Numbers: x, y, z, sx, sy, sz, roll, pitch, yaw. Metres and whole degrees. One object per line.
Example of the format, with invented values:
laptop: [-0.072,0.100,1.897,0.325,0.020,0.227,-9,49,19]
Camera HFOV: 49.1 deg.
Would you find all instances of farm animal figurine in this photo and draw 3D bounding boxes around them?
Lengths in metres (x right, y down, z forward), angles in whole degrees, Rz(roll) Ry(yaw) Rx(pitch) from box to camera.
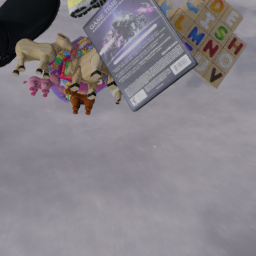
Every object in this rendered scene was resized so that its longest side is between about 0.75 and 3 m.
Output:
farm animal figurine: [-1.007,-1.226,5.695,2.075,2.098,1.094,-9,63,25]

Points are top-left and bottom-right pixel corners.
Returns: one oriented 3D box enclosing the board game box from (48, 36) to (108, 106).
board game box: [-1.177,-1.530,7.196,1.893,0.369,1.496,-39,97,-17]

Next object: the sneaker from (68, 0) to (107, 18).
sneaker: [-1.119,-3.902,8.247,1.548,0.605,0.699,-22,82,6]

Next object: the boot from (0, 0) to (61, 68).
boot: [-2.746,-2.111,6.067,2.826,1.079,2.374,-40,18,19]

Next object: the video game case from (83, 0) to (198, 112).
video game case: [0.116,-1.363,4.559,0.171,1.291,1.807,-11,68,-59]

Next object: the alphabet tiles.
alphabet tiles: [1.353,-2.216,6.295,2.714,0.102,2.269,37,82,-10]
